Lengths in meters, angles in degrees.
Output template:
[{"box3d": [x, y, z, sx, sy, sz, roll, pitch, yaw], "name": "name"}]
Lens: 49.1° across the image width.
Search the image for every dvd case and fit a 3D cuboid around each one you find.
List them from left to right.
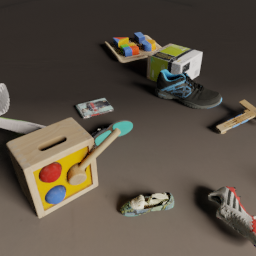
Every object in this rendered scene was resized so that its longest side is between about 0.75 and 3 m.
[{"box3d": [-1.362, -0.816, 11.440, 1.293, 0.142, 0.944, -17, 41, -20], "name": "dvd case"}]

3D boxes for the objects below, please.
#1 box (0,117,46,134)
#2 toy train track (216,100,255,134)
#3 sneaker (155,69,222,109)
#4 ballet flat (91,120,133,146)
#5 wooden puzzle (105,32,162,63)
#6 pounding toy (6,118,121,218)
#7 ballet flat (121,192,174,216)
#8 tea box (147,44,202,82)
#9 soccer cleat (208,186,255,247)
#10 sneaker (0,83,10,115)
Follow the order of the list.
[{"box3d": [-3.267, 0.034, 9.549, 1.943, 0.353, 1.402, 14, 0, 17], "name": "box"}, {"box3d": [4.392, -0.301, 10.630, 2.523, 0.410, 1.447, -22, 50, -18], "name": "toy train track"}, {"box3d": [2.486, -1.619, 11.643, 2.839, 1.163, 1.039, 15, 40, 18], "name": "sneaker"}, {"box3d": [-0.627, 0.123, 9.875, 1.694, 0.619, 0.619, -27, 45, -29], "name": "ballet flat"}, {"box3d": [0.415, -4.776, 16.090, 2.982, 0.690, 2.762, -13, 39, -16], "name": "wooden puzzle"}, {"box3d": [-1.611, 0.932, 7.496, 2.390, 2.200, 1.699, -25, 44, -29], "name": "pounding toy"}, {"box3d": [0.521, 1.989, 7.535, 1.479, 0.549, 0.549, -9, 39, -11], "name": "ballet flat"}, {"box3d": [2.178, -2.978, 13.293, 1.864, 1.266, 1.895, 29, 46, 32], "name": "tea box"}, {"box3d": [2.722, 2.282, 7.100, 0.828, 0.667, 1.943, -14, 36, -3], "name": "soccer cleat"}, {"box3d": [-5.521, -0.789, 10.617, 1.222, 1.113, 2.979, 2, 37, 6], "name": "sneaker"}]
